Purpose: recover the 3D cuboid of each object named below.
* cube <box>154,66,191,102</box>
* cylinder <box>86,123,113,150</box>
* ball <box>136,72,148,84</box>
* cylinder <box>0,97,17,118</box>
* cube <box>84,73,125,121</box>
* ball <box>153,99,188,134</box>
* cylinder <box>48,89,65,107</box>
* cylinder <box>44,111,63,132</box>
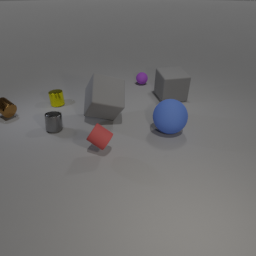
[{"bbox_3d":[2.260,-2.255,14.529,1.400,1.400,1.400,-6,36,-12],"label":"cube"},{"bbox_3d":[-0.991,0.305,9.853,0.700,0.700,0.700,34,30,-6],"label":"cylinder"},{"bbox_3d":[0.828,-2.961,16.661,0.700,0.700,0.700,0,28,0],"label":"ball"},{"bbox_3d":[-5.499,-0.919,12.575,0.700,0.700,0.700,32,39,20],"label":"cylinder"},{"bbox_3d":[-1.030,-1.298,12.055,1.400,1.400,1.400,9,66,-20],"label":"cube"},{"bbox_3d":[1.699,-0.464,11.268,1.400,1.400,1.400,0,28,0],"label":"ball"},{"bbox_3d":[-3.570,-1.502,14.016,0.700,0.700,0.700,-4,27,2],"label":"cylinder"},{"bbox_3d":[-3.100,-0.263,11.685,0.700,0.700,0.700,2,22,-1],"label":"cylinder"}]
